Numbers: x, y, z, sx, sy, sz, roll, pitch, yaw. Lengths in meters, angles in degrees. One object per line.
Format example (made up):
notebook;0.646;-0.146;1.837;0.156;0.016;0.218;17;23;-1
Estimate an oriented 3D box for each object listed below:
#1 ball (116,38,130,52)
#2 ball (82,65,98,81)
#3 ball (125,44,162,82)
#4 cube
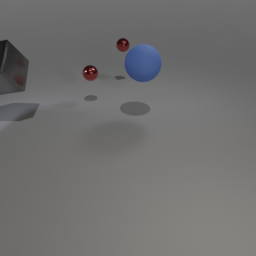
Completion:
ball;-0.270;-4.345;14.668;0.700;0.700;0.700;0;29;0
ball;-1.682;-2.449;12.510;0.700;0.700;0.700;0;29;0
ball;0.570;-2.449;10.626;1.400;1.400;1.400;0;29;0
cube;-4.758;-2.201;10.452;1.400;1.400;1.400;-6;68;14
